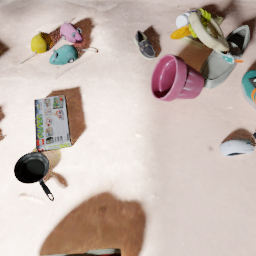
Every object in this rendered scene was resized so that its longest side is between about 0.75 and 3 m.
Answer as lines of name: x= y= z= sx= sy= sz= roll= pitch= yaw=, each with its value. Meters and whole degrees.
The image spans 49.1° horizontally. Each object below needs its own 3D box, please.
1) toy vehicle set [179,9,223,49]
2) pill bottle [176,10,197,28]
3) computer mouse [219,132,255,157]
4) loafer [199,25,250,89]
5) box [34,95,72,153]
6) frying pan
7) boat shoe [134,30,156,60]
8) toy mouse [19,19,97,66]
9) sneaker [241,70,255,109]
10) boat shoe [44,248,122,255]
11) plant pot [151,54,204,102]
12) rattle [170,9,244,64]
toy vehicle set: x=2.843 y=-4.004 z=11.188 sx=1.202 sy=0.256 sz=1.934 roll=30 pitch=61 yaw=18
pill bottle: x=2.310 y=-4.038 z=10.484 sx=1.052 sy=0.609 sz=0.609 roll=-28 pitch=60 yaw=-35
computer mouse: x=3.399 y=0.517 z=8.156 sx=1.438 sy=0.315 sz=0.789 roll=-8 pitch=58 yaw=-6
loafer: x=3.353 y=-2.519 z=9.725 sx=1.041 sy=1.039 sz=2.976 roll=30 pitch=62 yaw=17
box: x=-2.328 y=-0.177 z=8.611 sx=1.008 sy=0.318 sz=1.832 roll=-10 pitch=57 yaw=-6
frying pan: x=-2.388 y=1.255 z=7.706 sx=1.612 sy=0.262 sz=0.975 roll=26 pitch=61 yaw=14
boat shoe: x=0.616 y=-3.111 z=10.478 sx=0.505 sy=0.455 sz=1.404 roll=-18 pitch=58 yaw=-12
toy mouse: x=-2.365 y=-3.231 z=10.503 sx=2.490 sy=0.542 sz=2.802 roll=15 pitch=58 yaw=10
sneaker: x=4.433 y=-0.908 z=8.607 sx=1.010 sy=1.131 sz=2.829 roll=-9 pitch=57 yaw=-6
boat shoe: x=-1.299 y=3.178 z=6.110 sx=2.456 sy=0.874 sz=0.768 roll=-3 pitch=59 yaw=-8
plant pot: x=1.610 y=-1.469 z=8.824 sx=1.275 sy=1.425 sz=1.425 roll=10 pitch=52 yaw=-27
rattle: x=2.492 y=-2.619 z=9.201 sx=2.184 sy=1.560 sz=1.422 roll=54 pitch=28 yaw=-3
